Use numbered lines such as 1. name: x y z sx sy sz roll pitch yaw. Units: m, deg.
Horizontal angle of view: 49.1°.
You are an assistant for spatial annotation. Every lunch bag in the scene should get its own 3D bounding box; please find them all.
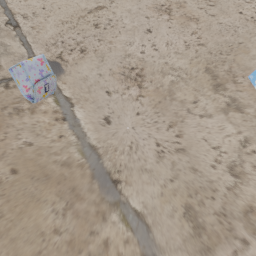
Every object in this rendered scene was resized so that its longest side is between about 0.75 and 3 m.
1. lunch bag: -1.948 -1.042 5.979 0.550 0.865 0.734 -11 20 35

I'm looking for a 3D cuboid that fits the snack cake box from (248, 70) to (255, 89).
1. snack cake box: 2.223 -0.528 3.674 0.472 0.808 1.405 33 31 -18
